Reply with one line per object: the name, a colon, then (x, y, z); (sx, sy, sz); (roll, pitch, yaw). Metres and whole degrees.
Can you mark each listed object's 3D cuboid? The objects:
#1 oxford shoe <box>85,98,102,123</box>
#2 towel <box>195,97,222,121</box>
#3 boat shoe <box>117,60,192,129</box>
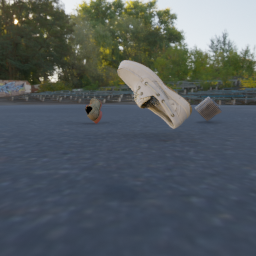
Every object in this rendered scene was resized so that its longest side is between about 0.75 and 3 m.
oxford shoe: (-1.353, -0.800, 10.771); (0.562, 0.529, 1.502); (31, 21, -29)
towel: (3.211, -0.728, 11.143); (0.908, 0.752, 0.389); (35, 21, -35)
boat shoe: (0.519, -0.858, 7.125); (2.282, 0.791, 0.808); (38, -23, 13)
